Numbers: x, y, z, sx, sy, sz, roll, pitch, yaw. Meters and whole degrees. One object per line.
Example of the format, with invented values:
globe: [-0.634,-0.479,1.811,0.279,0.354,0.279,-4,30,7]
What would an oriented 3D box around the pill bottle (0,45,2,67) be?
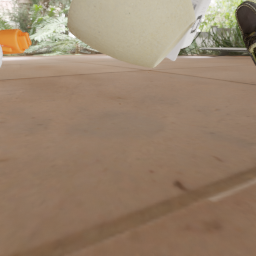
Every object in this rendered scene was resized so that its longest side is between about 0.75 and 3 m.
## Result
pill bottle: [-3.946,-1.844,6.896,1.433,0.810,0.810,-5,16,-43]

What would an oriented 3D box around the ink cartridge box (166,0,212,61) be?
ink cartridge box: [1.797,-3.991,10.125,1.537,2.653,0.885,37,41,17]

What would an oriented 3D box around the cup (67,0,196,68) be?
cup: [0.336,-2.684,6.684,2.097,2.932,2.932,43,22,-1]

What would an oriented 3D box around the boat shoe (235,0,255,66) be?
boat shoe: [2.831,-1.821,5.891,0.636,1.963,0.719,-26,-9,-30]

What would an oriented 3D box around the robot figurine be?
robot figurine: [-3.659,-2.644,8.589,1.258,0.905,0.734,-2,-12,5]
